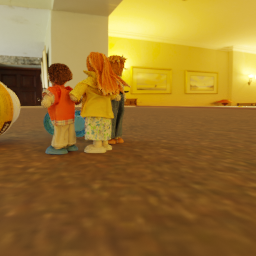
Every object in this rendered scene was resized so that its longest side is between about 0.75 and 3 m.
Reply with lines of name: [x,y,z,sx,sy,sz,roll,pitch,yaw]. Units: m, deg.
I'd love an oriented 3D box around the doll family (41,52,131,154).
doll family: [-0.390,-0.499,4.928,1.175,1.618,2.607,3,6,17]

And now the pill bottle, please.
pill bottle: [-2.863,-0.319,4.969,1.216,1.216,2.226,1,8,7]

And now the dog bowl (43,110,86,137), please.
dog bowl: [-1.347,-0.126,6.333,1.066,0.594,0.264,2,9,0]
